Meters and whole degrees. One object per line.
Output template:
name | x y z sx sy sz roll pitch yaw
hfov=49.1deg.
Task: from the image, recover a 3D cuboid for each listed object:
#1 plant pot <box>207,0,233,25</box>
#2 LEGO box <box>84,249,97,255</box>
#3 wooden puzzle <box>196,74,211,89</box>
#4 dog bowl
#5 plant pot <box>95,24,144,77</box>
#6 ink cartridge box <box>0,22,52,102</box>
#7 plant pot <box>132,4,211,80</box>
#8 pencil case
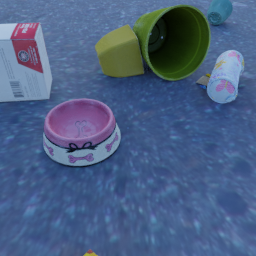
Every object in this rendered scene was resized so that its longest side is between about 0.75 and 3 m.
plant pot | 4.467 -5.710 13.907 1.163 1.163 0.933 22 60 24
LEGO box | -0.706 2.597 4.790 0.584 0.303 0.784 29 48 29
wooden puzzle | 2.785 -1.633 9.895 0.654 0.113 0.969 30 48 36
dog bowl | -1.247 0.011 7.448 2.119 0.781 2.119 -1 41 0
plant pot | -0.383 -2.684 10.201 1.453 1.411 1.420 -17 43 -2
ink cartridge box | -4.049 -1.979 8.660 2.948 2.164 1.222 -3 44 -5
plant pot | 1.297 -3.293 10.356 2.481 2.481 2.389 -15 30 -16
pencil case | 3.312 -1.743 9.398 0.927 1.011 2.229 -26 20 42
